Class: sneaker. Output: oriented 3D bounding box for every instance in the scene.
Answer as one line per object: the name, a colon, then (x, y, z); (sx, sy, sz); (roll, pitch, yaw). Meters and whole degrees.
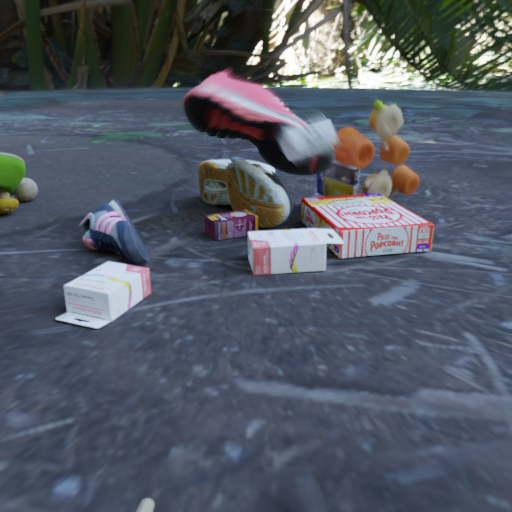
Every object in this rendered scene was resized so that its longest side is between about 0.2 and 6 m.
sneaker: (-2.341, -0.255, 9.102); (0.841, 0.719, 2.050); (-30, 30, -11)
sneaker: (0.017, -1.454, 11.278); (1.394, 1.203, 3.181); (-11, 24, -27)
sneaker: (0.206, -2.554, 10.202); (2.897, 1.068, 1.257); (26, 54, 1)

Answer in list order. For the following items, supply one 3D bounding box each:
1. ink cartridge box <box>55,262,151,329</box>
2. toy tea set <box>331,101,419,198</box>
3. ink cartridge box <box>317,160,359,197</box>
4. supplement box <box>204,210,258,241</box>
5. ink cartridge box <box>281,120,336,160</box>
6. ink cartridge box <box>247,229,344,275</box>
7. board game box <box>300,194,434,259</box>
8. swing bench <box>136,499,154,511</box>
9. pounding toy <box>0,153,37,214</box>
ink cartridge box: (-1.972, 0.481, 7.249); (0.694, 0.402, 1.191); (8, 22, 19)
toy tea set: (2.345, -1.929, 11.156); (1.436, 2.414, 0.894); (-42, 44, -5)
ink cartridge box: (1.600, -1.497, 11.382); (1.052, 1.040, 0.247); (24, 49, 32)
supplement box: (-0.449, -0.553, 10.052); (0.854, 0.366, 0.471); (-11, 23, -26)
ink cartridge box: (0.807, -1.798, 8.739); (0.726, 0.305, 0.530); (-19, -7, -9)
ink cartridge box: (0.594, -0.081, 8.655); (1.390, 0.469, 0.809); (-3, 21, -5)
board game box: (1.870, -0.581, 9.933); (1.624, 0.496, 2.143); (-5, 21, -12)
swing bench: (-0.521, 1.920, 2.538); (0.662, 1.015, 1.020); (10, 22, 24)
pounding toy: (-5.378, -1.167, 11.207); (1.762, 1.059, 2.282); (-15, -6, -8)
